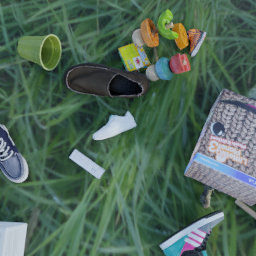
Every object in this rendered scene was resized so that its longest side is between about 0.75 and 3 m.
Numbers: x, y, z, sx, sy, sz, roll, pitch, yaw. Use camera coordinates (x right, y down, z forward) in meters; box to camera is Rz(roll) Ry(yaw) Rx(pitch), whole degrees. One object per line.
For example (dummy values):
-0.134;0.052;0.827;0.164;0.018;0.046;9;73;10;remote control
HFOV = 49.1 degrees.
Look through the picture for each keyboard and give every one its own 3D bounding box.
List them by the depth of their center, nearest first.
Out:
-1.320;1.155;9.001;1.202;0.064;0.338;34;77;9;keyboard

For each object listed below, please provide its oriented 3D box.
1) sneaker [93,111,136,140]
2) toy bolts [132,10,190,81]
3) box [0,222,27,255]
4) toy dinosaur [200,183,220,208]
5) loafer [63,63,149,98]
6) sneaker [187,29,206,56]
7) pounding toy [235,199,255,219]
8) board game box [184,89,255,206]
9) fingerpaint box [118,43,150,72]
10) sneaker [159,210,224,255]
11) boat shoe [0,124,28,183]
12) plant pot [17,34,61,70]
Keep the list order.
-0.510;-0.087;9.044;1.468;0.552;0.649;-21;86;-16;sneaker
1.183;-2.607;9.545;1.423;1.960;2.052;-14;89;29;toy bolts
-3.966;3.507;7.565;1.831;1.576;1.840;2;76;0;box
2.771;1.451;8.720;0.929;0.500;2.108;8;72;7;toy dinosaur
-0.705;-1.523;9.056;2.859;1.020;1.044;3;107;0;loafer
2.287;-3.075;10.015;0.640;0.443;1.142;26;66;11;sneaker
4.610;2.015;8.259;2.237;1.038;1.727;-41;78;-11;pounding toy
3.194;0.519;8.229;2.094;1.272;2.626;24;64;10;board game box
0.220;-2.445;9.832;0.816;0.359;0.978;-23;77;-5;fingerpaint box
2.079;3.331;7.970;2.066;0.864;1.248;-31;72;0;sneaker
-3.888;0.708;8.641;0.797;0.990;2.135;-33;77;-9;boat shoe
-3.101;-2.672;9.601;1.134;1.194;1.194;15;75;17;plant pot
